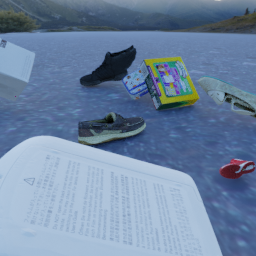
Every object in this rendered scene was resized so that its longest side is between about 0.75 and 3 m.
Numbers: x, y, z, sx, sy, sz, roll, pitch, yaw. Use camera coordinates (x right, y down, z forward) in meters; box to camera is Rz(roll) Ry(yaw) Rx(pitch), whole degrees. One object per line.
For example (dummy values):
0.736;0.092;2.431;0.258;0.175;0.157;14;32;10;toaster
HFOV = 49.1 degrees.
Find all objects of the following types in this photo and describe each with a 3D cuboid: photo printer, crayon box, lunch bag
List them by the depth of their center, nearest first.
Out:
-0.353;1.110;3.097;2.613;0.907;2.174;17;28;-13;photo printer
1.437;-1.588;9.785;1.549;0.523;1.795;-10;69;-25;crayon box
0.571;-1.734;10.634;1.395;0.527;1.117;-28;53;-1;lunch bag

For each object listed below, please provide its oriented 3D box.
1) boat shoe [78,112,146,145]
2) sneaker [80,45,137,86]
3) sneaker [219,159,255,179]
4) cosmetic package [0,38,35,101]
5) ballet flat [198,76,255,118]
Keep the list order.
-0.362;-0.081;7.298;2.028;0.657;0.742;-17;21;-36;boat shoe
-0.894;-2.713;12.205;2.607;1.360;0.783;-10;33;-7;sneaker
2.082;0.808;5.583;0.777;0.304;0.449;-4;3;-16;sneaker
-4.006;-1.875;9.292;1.230;1.229;1.491;20;-30;-30;cosmetic package
3.059;-0.902;8.368;2.193;0.684;0.740;23;-15;12;ballet flat
